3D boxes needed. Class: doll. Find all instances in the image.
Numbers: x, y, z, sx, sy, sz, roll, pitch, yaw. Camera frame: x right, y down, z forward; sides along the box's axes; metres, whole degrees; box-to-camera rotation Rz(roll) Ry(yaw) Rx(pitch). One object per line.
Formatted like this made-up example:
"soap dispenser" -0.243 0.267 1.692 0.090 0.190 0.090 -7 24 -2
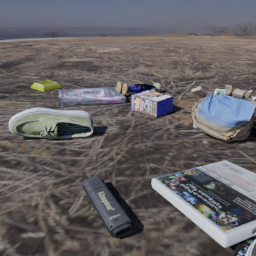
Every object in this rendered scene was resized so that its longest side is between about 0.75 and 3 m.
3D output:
"doll" 0.699 -1.897 13.579 2.374 0.575 1.620 -6 20 -36

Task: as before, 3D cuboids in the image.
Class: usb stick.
"usb stick" -0.457 1.546 5.737 0.505 0.297 1.821 -10 25 -24

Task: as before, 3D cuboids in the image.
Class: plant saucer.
"plant saucer" -4.385 -2.306 15.039 1.220 0.293 1.222 19 28 38

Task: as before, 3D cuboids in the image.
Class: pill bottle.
"pill bottle" 4.337 -0.881 10.864 0.762 0.762 1.273 -18 21 -36

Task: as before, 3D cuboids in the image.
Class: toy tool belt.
"toy tool belt" 3.274 -0.468 8.620 2.649 1.628 1.654 14 54 32

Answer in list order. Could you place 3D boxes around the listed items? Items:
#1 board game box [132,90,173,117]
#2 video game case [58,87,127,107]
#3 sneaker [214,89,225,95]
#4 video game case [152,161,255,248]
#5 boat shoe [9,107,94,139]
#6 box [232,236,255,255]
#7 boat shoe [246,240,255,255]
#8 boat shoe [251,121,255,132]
"board game box" 0.987 -1.018 11.453 1.341 0.649 1.069 20 30 40
"video game case" -1.732 -1.497 13.135 2.969 0.282 2.121 -4 23 -12
"sneaker" 4.590 -1.705 13.464 0.969 0.357 0.572 -17 22 -40
"video game case" 2.013 1.365 5.809 2.194 0.282 2.413 -9 16 -22
"boat shoe" -2.388 -0.105 8.928 2.660 0.957 0.825 -5 29 -16
"box" 2.177 2.222 4.063 1.348 0.335 1.338 16 28 34
"boat shoe" 2.790 1.520 4.176 2.770 0.918 0.968 -10 24 -28
"boat shoe" 4.336 0.018 9.361 1.624 0.463 0.543 14 -13 23
